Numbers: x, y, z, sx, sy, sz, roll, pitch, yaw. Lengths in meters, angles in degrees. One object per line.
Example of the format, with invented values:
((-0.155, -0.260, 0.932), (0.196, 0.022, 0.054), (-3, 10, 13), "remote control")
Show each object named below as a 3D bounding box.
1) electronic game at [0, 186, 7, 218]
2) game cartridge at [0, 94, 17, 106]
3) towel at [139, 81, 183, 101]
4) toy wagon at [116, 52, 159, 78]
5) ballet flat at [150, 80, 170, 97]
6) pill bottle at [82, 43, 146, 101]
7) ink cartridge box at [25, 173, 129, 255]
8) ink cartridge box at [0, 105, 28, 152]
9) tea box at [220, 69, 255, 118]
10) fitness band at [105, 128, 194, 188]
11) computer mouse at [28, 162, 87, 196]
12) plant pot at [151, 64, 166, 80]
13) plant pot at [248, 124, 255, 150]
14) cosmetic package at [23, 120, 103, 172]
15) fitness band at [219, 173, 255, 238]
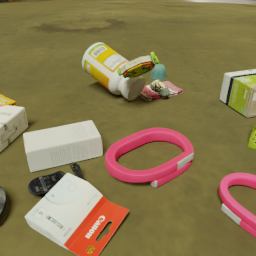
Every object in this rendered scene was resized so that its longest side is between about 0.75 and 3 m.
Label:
((-3.775, 1.970, 6.573), (1.803, 0.375, 1.803), (-6, 37, 4), "electronic game")
((-5.705, -0.998, 11.701), (1.601, 0.260, 1.411), (23, 38, 31), "game cartridge")
((1.386, -1.761, 13.017), (1.948, 0.222, 1.403), (-15, 33, -23), "towel")
((0.458, -2.318, 10.775), (1.495, 0.381, 1.926), (-21, -5, 15), "toy wagon")
((1.415, -1.917, 12.624), (0.535, 0.505, 1.587), (-25, 33, -9), "ballet flat")
((-0.600, -2.455, 12.416), (2.771, 1.539, 1.539), (41, 46, 22), "pill bottle")
((-1.150, 1.950, 6.416), (1.867, 0.441, 1.494), (16, 43, 28), "ink cartridge box")
((-4.611, 0.028, 9.391), (1.517, 0.857, 2.071), (8, 32, 12), "ink cartridge box")
((5.179, -1.487, 11.515), (1.897, 1.267, 1.866), (-11, 34, -18), "tea box")
((0.708, 0.813, 8.488), (2.888, 0.540, 2.074), (-22, 34, -33), "fitness band")
((-1.789, 1.585, 7.389), (1.475, 0.340, 1.036), (-22, 53, -28), "computer mouse")
((1.597, -2.956, 14.587), (0.810, 0.650, 0.810), (0, 31, 0), "plant pot")
((4.609, 0.138, 9.128), (1.056, 0.958, 1.051), (16, 34, 23), "plant pot")
((-1.993, 0.518, 8.659), (2.211, 0.819, 1.124), (-12, 33, -16), "cosmetic package")
((3.249, 1.877, 6.755), (1.609, 0.419, 2.240), (-19, 37, -29), "fitness band")
